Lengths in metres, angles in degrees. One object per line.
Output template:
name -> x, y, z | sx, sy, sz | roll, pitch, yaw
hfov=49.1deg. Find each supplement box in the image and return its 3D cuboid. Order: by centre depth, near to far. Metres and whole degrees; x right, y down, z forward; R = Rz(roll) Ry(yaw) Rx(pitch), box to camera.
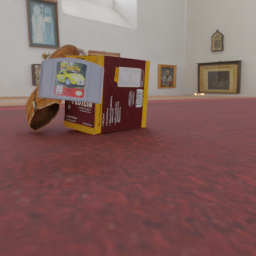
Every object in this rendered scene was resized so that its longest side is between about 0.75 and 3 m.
supplement box -> -0.593, -1.008, 8.144 | 1.373, 2.040, 2.068 | 13, 14, 42

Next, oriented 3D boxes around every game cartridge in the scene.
game cartridge -> -1.200, -1.021, 5.939 | 1.341, 0.893, 0.274 | 6, -3, 1

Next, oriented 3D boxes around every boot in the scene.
boot -> -2.022, -1.103, 7.796 | 0.879, 2.386, 1.846 | 29, 17, -28
